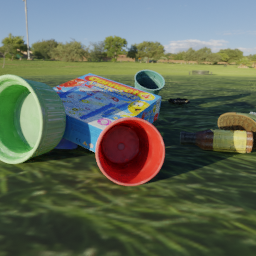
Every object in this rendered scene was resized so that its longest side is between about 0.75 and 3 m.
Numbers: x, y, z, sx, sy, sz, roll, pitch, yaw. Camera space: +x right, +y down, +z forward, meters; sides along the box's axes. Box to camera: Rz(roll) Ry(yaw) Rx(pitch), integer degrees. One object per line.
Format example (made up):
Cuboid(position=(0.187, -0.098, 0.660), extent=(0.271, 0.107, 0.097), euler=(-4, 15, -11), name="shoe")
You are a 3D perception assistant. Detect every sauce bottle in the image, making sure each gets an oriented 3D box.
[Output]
Cuboid(position=(2.473, 0.333, 7.947), extent=(1.945, 0.642, 0.642), euler=(5, 14, 14), name="sauce bottle")

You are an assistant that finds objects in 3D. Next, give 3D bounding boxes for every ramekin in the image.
Cuboid(position=(-2.668, -0.238, 7.258), extent=(2.182, 2.182, 1.066), euler=(7, 8, 26), name="ramekin")

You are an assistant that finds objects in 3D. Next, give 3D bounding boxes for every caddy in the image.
Cuboid(position=(-1.886, 0.276, 8.380), extent=(1.029, 0.540, 0.727), euler=(1, 15, 4), name="caddy")

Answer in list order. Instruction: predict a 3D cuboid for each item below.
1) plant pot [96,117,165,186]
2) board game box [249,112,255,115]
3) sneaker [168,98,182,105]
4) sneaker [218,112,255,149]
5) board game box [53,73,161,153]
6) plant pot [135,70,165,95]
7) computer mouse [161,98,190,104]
Cuboid(position=(-0.058, 0.449, 6.232), extent=(1.446, 1.446, 1.280), euler=(-3, 4, -12), name="plant pot")
Cuboid(position=(5.343, -0.369, 11.407), extent=(0.833, 0.363, 1.128), euler=(7, 16, 31), name="board game box")
Cuboid(position=(2.875, -1.595, 16.337), extent=(1.076, 0.406, 0.426), euler=(12, 16, 38), name="sneaker")
Cuboid(position=(4.161, 0.127, 8.238), extent=(1.232, 0.920, 2.743), euler=(-14, 26, -41), name="sneaker")
Cuboid(position=(-0.928, -0.587, 8.671), extent=(2.979, 0.833, 2.917), euler=(21, 34, 22), name="board game box")
Cuboid(position=(0.974, -1.967, 14.678), extent=(1.555, 1.523, 1.555), euler=(6, 50, -7), name="plant pot")
Cuboid(position=(1.986, -1.492, 15.868), extent=(2.982, 0.508, 0.874), euler=(7, 25, 9), name="computer mouse")
